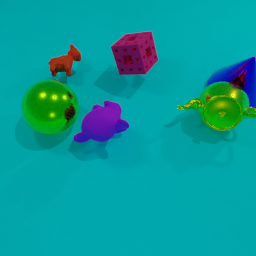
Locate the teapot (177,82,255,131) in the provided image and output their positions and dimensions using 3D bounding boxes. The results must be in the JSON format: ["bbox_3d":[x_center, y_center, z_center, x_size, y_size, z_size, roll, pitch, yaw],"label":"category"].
[{"bbox_3d":[2.230,-0.470,6.832,2.005,1.247,0.982,9,27,15],"label":"teapot"}]

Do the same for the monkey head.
[{"bbox_3d":[-0.503,-0.024,6.601,1.564,1.125,0.943,-18,42,31],"label":"monkey head"}]

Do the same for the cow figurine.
[{"bbox_3d":[-1.729,-1.861,7.670,0.905,0.497,0.891,-5,64,-4],"label":"cow figurine"}]

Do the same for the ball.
[{"bbox_3d":[-1.878,-0.500,6.826,1.371,1.371,1.371,0,61,0],"label":"ball"}]

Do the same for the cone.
[{"bbox_3d":[2.923,-1.344,7.082,1.526,1.532,1.526,-1,68,3],"label":"cone"}]

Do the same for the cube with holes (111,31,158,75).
[{"bbox_3d":[0.191,-1.950,7.334,0.809,0.809,0.809,6,41,32],"label":"cube with holes"}]
